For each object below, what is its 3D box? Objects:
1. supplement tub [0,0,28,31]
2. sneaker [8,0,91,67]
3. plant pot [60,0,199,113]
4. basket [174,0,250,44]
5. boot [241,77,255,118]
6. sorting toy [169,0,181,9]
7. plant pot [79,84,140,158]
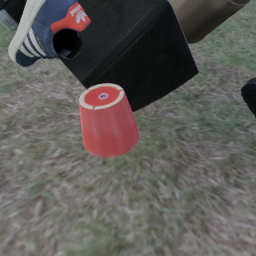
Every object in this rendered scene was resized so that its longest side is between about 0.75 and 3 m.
[{"bbox_3d":[-2.868,-4.139,8.231,2.473,1.515,1.515,-31,41,6],"label":"supplement tub"},{"bbox_3d":[-1.417,-1.517,5.059,0.999,2.364,0.886,42,62,-13],"label":"sneaker"},{"bbox_3d":[-0.199,-1.714,6.438,2.145,2.418,2.412,-45,56,4],"label":"plant pot"},{"bbox_3d":[2.420,-3.568,8.089,1.357,1.995,1.799,40,73,-13],"label":"basket"},{"bbox_3d":[3.557,-0.552,5.818,1.916,2.339,0.865,-36,7,-19],"label":"boot"},{"bbox_3d":[1.436,-4.920,10.177,0.323,2.410,1.796,-6,43,47],"label":"sorting toy"},{"bbox_3d":[-0.307,-0.151,4.128,0.908,0.803,0.908,-6,39,5],"label":"plant pot"}]
